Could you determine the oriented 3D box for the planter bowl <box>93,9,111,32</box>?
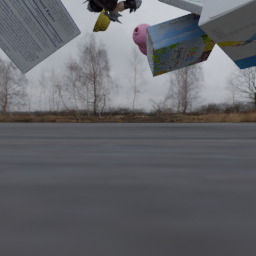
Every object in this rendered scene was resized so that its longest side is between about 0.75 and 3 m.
[{"bbox_3d":[-0.847,-3.677,9.763,0.394,0.945,0.945,28,-3,-8],"label":"planter bowl"}]

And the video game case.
[{"bbox_3d":[2.268,-3.340,7.281,2.335,0.277,2.126,28,47,19],"label":"video game case"}]

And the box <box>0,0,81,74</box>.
[{"bbox_3d":[-2.839,-3.055,8.044,2.141,1.969,1.124,-36,35,-2],"label":"box"}]

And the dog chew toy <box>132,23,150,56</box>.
[{"bbox_3d":[1.075,-3.532,11.632,1.439,1.439,2.311,1,-11,42],"label":"dog chew toy"}]

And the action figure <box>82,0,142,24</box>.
[{"bbox_3d":[-0.127,-2.999,5.487,1.538,0.820,2.364,18,-29,-37],"label":"action figure"}]

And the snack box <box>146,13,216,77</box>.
[{"bbox_3d":[1.625,-2.556,8.707,2.025,0.813,2.401,-17,-10,1],"label":"snack box"}]

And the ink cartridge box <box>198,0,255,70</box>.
[{"bbox_3d":[1.988,-1.794,4.527,1.329,0.975,0.971,30,-21,-32],"label":"ink cartridge box"}]
